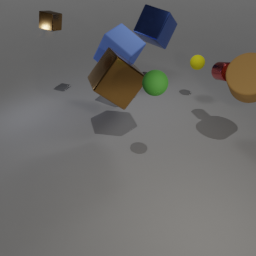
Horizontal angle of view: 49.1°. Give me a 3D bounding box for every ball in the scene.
[{"bbox_3d":[0.730,-1.211,7.529,0.700,0.700,0.700,0,31,0],"label":"ball"},{"bbox_3d":[3.312,-3.126,13.350,0.700,0.700,0.700,0,31,0],"label":"ball"}]

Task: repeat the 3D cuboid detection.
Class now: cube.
[{"bbox_3d":[-0.363,-3.274,11.916,1.400,1.400,1.400,40,48,0],"label":"cube"},{"bbox_3d":[-3.337,-4.622,12.077,0.700,0.700,0.700,20,29,17],"label":"cube"},{"bbox_3d":[1.361,-4.939,13.750,1.400,1.400,1.400,29,9,23],"label":"cube"},{"bbox_3d":[-0.407,-1.771,9.974,1.400,1.400,1.400,30,16,-29],"label":"cube"}]

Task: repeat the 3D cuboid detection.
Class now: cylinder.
[{"bbox_3d":[3.666,-2.157,10.677,0.700,0.700,0.700,-8,17,-13],"label":"cylinder"},{"bbox_3d":[4.108,-1.655,9.492,1.400,1.400,1.400,17,1,25],"label":"cylinder"}]
